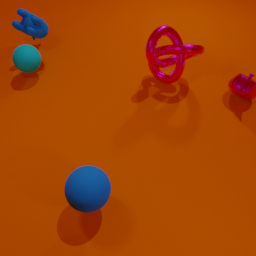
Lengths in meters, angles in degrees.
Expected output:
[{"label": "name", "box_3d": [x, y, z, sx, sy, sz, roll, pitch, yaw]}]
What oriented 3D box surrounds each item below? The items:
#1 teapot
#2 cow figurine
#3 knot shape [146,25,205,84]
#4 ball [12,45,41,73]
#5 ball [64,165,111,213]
[{"label": "teapot", "box_3d": [3.795, -1.377, 9.014, 0.979, 0.771, 1.575, 23, 25, -7]}, {"label": "cow figurine", "box_3d": [-3.346, -3.623, 10.054, 1.605, 1.579, 0.881, 30, 99, 22]}, {"label": "knot shape", "box_3d": [1.535, -2.374, 9.076, 1.863, 1.990, 0.920, -9, 56, 7]}, {"label": "ball", "box_3d": [-3.439, -2.358, 9.533, 0.929, 0.929, 0.929, 0, 53, 0]}, {"label": "ball", "box_3d": [-0.912, 1.383, 6.379, 1.051, 1.051, 1.051, 0, 53, 0]}]
